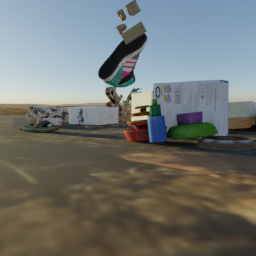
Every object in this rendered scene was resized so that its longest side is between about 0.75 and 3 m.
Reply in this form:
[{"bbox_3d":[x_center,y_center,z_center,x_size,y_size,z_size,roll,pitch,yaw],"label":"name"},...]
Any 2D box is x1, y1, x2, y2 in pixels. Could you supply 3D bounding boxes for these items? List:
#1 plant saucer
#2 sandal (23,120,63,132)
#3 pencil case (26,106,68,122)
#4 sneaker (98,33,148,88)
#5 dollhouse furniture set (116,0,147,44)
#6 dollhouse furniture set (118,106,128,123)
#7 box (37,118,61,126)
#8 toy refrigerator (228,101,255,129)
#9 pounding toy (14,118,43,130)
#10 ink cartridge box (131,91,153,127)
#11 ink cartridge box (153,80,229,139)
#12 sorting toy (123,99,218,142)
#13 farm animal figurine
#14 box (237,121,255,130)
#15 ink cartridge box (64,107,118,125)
[{"bbox_3d":[2.013,0.289,5.762,1.185,0.190,1.185,0,5,0],"label":"plant saucer"},{"bbox_3d":[-2.991,-0.076,9.753,1.426,0.407,0.566,1,4,10],"label":"sandal"},{"bbox_3d":[-4.893,-0.838,17.252,1.153,1.003,2.578,20,14,31],"label":"pencil case"},{"bbox_3d":[0.034,-2.406,10.666,0.963,2.303,1.391,47,3,31],"label":"sneaker"},{"bbox_3d":[0.130,-3.398,9.274,0.972,1.022,0.833,-30,-1,9],"label":"dollhouse furniture set"},{"bbox_3d":[-0.944,-0.834,17.321,1.897,0.988,1.917,2,4,34],"label":"dollhouse furniture set"},{"bbox_3d":[-3.806,-0.291,13.545,0.357,0.382,1.845,0,4,14],"label":"box"},{"bbox_3d":[3.358,-0.436,9.811,2.042,0.714,0.775,-4,-32,-4],"label":"toy refrigerator"},{"bbox_3d":[-3.645,-0.149,10.636,0.973,0.445,0.855,2,4,25],"label":"pounding toy"},{"bbox_3d":[1.385,-0.745,11.556,2.050,1.497,1.504,-2,5,-31],"label":"ink cartridge box"},{"bbox_3d":[1.516,-0.503,7.635,2.217,1.513,0.846,2,4,33],"label":"ink cartridge box"},{"bbox_3d":[0.831,-0.202,6.317,2.191,0.899,1.316,-5,3,28],"label":"sorting toy"},{"bbox_3d":[-0.244,-1.543,16.952,2.440,1.971,1.227,10,29,10],"label":"farm animal figurine"},{"bbox_3d":[4.702,-0.212,11.252,1.651,0.503,2.048,4,5,31],"label":"box"},{"bbox_3d":[-2.032,-0.662,14.883,2.761,0.937,1.590,3,5,41],"label":"ink cartridge box"}]
